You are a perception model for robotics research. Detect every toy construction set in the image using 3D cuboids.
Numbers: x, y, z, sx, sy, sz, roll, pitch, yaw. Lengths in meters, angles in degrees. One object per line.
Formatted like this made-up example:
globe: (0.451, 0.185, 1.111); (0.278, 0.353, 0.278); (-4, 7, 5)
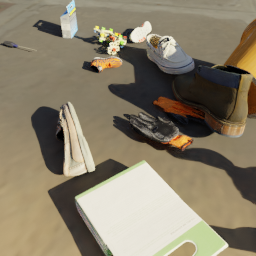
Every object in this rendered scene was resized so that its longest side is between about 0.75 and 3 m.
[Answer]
toy construction set: (-0.613, -3.252, 10.268); (0.930, 0.653, 1.418); (1, 43, -36)

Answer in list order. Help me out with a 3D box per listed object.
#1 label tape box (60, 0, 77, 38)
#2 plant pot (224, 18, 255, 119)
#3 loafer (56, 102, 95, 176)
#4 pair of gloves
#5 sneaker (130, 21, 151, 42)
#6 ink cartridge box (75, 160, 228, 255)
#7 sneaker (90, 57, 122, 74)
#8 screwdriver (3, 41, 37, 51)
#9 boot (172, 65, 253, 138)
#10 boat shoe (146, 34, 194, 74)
label tape box: (-2.339, -4.288, 11.012); (0.404, 1.221, 0.875); (4, 41, 7)
plant pot: (3.596, -1.495, 7.193); (2.264, 2.473, 2.473); (-39, 53, -16)
loafer: (-1.350, 0.180, 6.344); (0.669, 0.765, 2.127); (-19, 47, -11)
pair of gloves: (1.080, -0.172, 7.013); (1.719, 0.239, 1.929); (26, 41, 30)
sneaker: (0.394, -3.707, 11.031); (0.583, 0.549, 1.424); (-3, 32, 40)
ink cartridge box: (0.290, 1.656, 4.773); (1.590, 0.524, 2.186); (-24, 47, -25)
sneaker: (-0.735, -2.009, 9.110); (1.048, 0.407, 0.587); (1, 44, 17)
screwdriver: (-3.967, -2.967, 10.323); (1.552, 0.226, 0.216); (21, 46, 17)
boot: (2.064, -1.126, 7.068); (1.100, 1.427, 2.945); (-7, 33, -19)
boat shoe: (1.235, -2.456, 8.901); (0.864, 0.851, 2.436); (-25, 36, -7)
